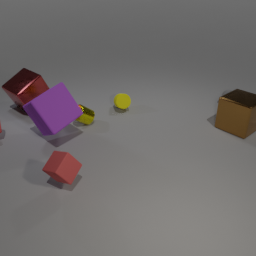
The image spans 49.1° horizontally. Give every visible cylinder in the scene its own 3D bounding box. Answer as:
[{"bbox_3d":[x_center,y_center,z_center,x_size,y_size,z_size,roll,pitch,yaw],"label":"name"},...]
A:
[{"bbox_3d":[-0.274,-1.260,13.099,0.700,0.700,0.700,-7,9,-11],"label":"cylinder"},{"bbox_3d":[-1.896,-0.564,11.912,0.700,0.700,0.700,25,8,-44],"label":"cylinder"}]

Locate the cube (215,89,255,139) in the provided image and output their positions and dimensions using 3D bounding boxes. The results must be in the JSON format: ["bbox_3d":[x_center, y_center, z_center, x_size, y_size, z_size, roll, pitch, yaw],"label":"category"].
[{"bbox_3d":[4.639,-0.629,11.553,1.400,1.400,1.400,-24,37,-35],"label":"cube"}]

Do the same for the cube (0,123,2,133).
[{"bbox_3d":[-5.410,-0.063,10.832,0.700,0.700,0.700,-20,-11,42],"label":"cube"}]

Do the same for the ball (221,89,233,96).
[{"bbox_3d":[4.912,-1.523,13.634,0.700,0.700,0.700,0,30,0],"label":"ball"}]

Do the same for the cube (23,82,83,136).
[{"bbox_3d":[-2.833,-0.676,10.539,1.400,1.400,1.400,-41,17,-27],"label":"cube"}]

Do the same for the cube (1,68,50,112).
[{"bbox_3d":[-4.576,-1.671,12.899,1.400,1.400,1.400,26,64,34],"label":"cube"}]

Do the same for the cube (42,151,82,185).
[{"bbox_3d":[-1.940,1.165,8.292,0.700,0.700,0.700,2,54,41],"label":"cube"}]
